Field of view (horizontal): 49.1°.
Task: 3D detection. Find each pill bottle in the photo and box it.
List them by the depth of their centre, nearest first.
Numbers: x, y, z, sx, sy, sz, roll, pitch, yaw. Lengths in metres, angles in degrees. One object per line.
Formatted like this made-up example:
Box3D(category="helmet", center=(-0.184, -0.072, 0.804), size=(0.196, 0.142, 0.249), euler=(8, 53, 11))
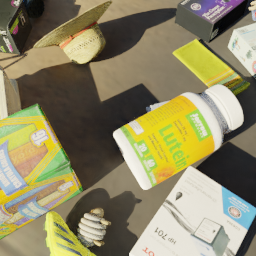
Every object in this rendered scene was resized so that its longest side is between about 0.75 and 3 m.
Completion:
Box3D(category="pill bottle", center=(1.247, 0.122, 6.866), size=(2.891, 1.606, 1.606), euler=(-29, 62, -6))

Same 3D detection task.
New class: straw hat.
Box3D(category="straw hat", center=(-1.446, -2.773, 9.021), size=(2.881, 2.881, 1.219), euler=(-37, 108, -20))

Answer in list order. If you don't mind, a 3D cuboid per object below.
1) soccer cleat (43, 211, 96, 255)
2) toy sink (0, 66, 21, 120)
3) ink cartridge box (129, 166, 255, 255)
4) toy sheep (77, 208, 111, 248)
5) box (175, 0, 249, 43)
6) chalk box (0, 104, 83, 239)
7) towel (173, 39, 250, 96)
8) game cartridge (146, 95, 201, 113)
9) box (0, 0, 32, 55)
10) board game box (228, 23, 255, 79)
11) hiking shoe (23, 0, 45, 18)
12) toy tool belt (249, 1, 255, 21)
Box3D(category="soccer cleat", center=(-1.104, 2.808, 5.980), size=(0.972, 0.751, 2.323), euler=(-23, 65, -13))
Box3D(category="toy sink", center=(-3.979, -0.596, 7.590), size=(1.762, 1.514, 2.703), euler=(-14, 60, -8))
Box3D(category="ink cartridge box", center=(1.393, 2.339, 6.102), size=(1.745, 1.023, 2.383), euler=(33, 63, 18))
Box3D(category="toy sheep", center=(-0.810, 2.312, 6.335), size=(0.704, 0.704, 1.021), euler=(17, 71, 10))
Box3D(category="box", center=(3.073, -4.353, 10.280), size=(1.597, 0.892, 2.262), euler=(39, 66, 24))
Box3D(category="chalk box", center=(-2.850, 1.172, 6.315), size=(2.989, 1.850, 1.860), euler=(-28, 62, -17))
Box3D(category="towel", center=(2.682, -1.964, 9.189), size=(1.098, 0.230, 2.551), euler=(-30, 63, -18))
Box3D(category="game cartridge", center=(1.530, -0.310, 8.130), size=(1.765, 0.367, 1.175), euler=(-13, 64, -8))
Box3D(category="box", center=(-4.554, -3.530, 9.554), size=(1.957, 1.216, 1.454), euler=(8, 60, 4))
Box3D(category="board game box", center=(4.864, -2.305, 9.038), size=(1.959, 0.853, 2.655), euler=(-20, 59, -11))
Box3D(category="hiking shoe", center=(-3.748, -4.883, 10.679), size=(1.015, 0.871, 2.341), euler=(-1, 48, 3))
Box3D(category="toy tool belt", center=(5.059, -4.379, 10.326), size=(1.781, 1.112, 1.095), euler=(-28, 31, -19))
